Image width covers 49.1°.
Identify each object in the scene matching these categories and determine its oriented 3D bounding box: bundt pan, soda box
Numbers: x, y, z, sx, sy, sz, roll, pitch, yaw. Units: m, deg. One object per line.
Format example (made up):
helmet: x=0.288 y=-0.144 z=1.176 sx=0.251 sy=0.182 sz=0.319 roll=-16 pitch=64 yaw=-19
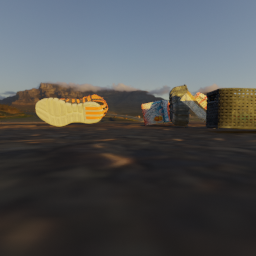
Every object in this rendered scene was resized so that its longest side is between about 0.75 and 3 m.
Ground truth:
bundt pan: x=1.575 y=-0.688 z=8.841 sx=0.513 sy=1.368 sz=1.368 roll=-3 pitch=1 yaw=3
soda box: x=1.598 y=-0.635 z=11.710 sx=0.928 sy=0.863 sz=2.715 roll=-9 pitch=-1 yaw=29

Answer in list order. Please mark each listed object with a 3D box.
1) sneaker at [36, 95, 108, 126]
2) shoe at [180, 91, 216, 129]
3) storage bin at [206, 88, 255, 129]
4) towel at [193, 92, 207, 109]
sneaker: x=-2.058 y=-0.727 z=10.808 sx=2.695 sy=1.045 sz=1.510 roll=6 pitch=18 yaw=9
shoe: x=1.847 y=-0.417 z=7.277 sx=0.328 sy=1.231 sz=0.430 roll=-40 pitch=-17 yaw=8
storage bin: x=2.354 y=-0.333 z=5.302 sx=1.555 sy=0.729 sz=1.051 roll=0 pitch=1 yaw=-1
towel: x=3.671 y=-1.069 z=13.462 sx=1.408 sy=0.211 sz=1.031 roll=30 pitch=-32 yaw=-2
